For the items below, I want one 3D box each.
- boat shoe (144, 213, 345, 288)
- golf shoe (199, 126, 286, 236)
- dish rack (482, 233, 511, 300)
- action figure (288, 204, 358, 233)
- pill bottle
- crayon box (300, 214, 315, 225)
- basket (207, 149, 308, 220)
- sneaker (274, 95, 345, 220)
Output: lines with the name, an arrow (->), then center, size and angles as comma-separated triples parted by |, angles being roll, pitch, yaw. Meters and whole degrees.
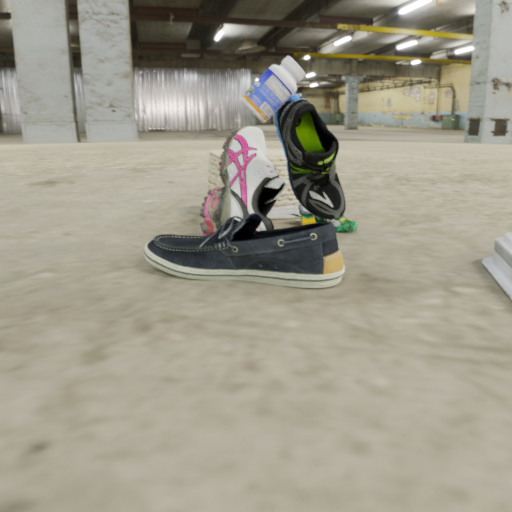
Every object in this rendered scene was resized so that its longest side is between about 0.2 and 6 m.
boat shoe -> -0.252, -0.183, 9.298 | 3.464, 1.078, 1.292 | 4, 17, 20
golf shoe -> -0.060, -1.518, 11.763 | 1.546, 1.219, 3.358 | -2, 49, 16
dish rack -> 5.355, 0.215, 8.355 | 3.228, 0.819, 3.762 | 2, 14, 10
action figure -> 1.724, -0.870, 13.103 | 1.113, 0.515, 1.884 | -6, 19, -33
pill bottle -> 0.314, -2.971, 9.950 | 0.631, 1.126, 0.631 | 44, 9, -9
crayon box -> 1.010, -0.414, 10.963 | 0.266, 0.649, 1.033 | 1, 15, 1
basket -> 0.109, -1.904, 14.624 | 2.703, 1.668, 1.832 | -3, 16, -15
sneaker -> 1.088, -1.749, 10.586 | 0.919, 2.592, 1.074 | -28, 28, -10
